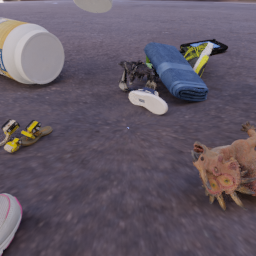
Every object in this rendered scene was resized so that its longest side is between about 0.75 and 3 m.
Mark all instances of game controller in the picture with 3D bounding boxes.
[{"bbox_3d":[3.782,-3.975,13.849,2.461,0.518,1.284,-18,34,-28],"label":"game controller"}]

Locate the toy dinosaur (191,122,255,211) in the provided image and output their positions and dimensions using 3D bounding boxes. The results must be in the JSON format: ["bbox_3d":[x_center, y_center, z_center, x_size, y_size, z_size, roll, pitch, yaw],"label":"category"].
[{"bbox_3d":[2.194,0.807,4.846,2.474,1.062,1.677,16,38,6],"label":"toy dinosaur"}]

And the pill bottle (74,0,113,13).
[{"bbox_3d":[-0.461,-2.616,4.326,0.809,1.458,0.809,6,-6,1],"label":"pill bottle"}]

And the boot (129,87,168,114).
[{"bbox_3d":[0.743,-0.880,8.245,0.676,0.544,1.496,-28,38,-32],"label":"boot"}]

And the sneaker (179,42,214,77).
[{"bbox_3d":[2.554,-2.868,10.986,1.219,1.073,2.881,24,33,5],"label":"sneaker"}]

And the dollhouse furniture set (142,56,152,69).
[{"bbox_3d":[1.000,-2.779,11.566,0.837,0.641,1.278,15,33,25],"label":"dollhouse furniture set"}]

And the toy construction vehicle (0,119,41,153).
[{"bbox_3d":[-2.544,0.182,6.465,0.817,0.331,0.939,18,55,21],"label":"toy construction vehicle"}]

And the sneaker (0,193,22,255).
[{"bbox_3d":[-2.613,1.432,3.520,2.514,1.109,1.023,-23,37,-35],"label":"sneaker"}]

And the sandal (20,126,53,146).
[{"bbox_3d":[-2.236,0.127,6.741,0.389,0.262,0.968,18,34,30],"label":"sandal"}]

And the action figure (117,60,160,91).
[{"bbox_3d":[0.389,-1.674,9.177,1.270,1.090,2.136,15,16,19],"label":"action figure"}]

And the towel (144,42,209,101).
[{"bbox_3d":[1.490,-1.829,9.081,1.389,0.604,2.488,2,46,-31],"label":"towel"}]

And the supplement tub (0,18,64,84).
[{"bbox_3d":[-3.874,-2.757,10.078,2.837,2.052,2.052,23,36,34],"label":"supplement tub"}]
